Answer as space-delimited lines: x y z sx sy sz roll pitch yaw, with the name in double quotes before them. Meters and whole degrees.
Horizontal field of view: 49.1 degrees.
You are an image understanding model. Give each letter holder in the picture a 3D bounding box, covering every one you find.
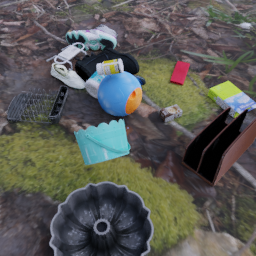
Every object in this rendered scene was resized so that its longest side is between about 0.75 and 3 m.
"letter holder" 3.498 0.299 10.123 2.871 2.040 1.444 -37 58 -27

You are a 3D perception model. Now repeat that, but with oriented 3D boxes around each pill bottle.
"pill bottle" -1.099 -2.285 12.933 0.996 0.996 1.798 26 62 21
"pill bottle" -0.686 -2.301 10.690 0.945 0.540 0.540 -7 48 12

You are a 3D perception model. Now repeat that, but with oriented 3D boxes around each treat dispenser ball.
"treat dispenser ball" -0.343 -1.433 11.779 1.883 1.883 1.883 0 49 0

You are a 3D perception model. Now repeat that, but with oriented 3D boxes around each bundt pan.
"bundt pan" -0.742 3.131 8.267 2.942 1.104 2.942 0 48 -1

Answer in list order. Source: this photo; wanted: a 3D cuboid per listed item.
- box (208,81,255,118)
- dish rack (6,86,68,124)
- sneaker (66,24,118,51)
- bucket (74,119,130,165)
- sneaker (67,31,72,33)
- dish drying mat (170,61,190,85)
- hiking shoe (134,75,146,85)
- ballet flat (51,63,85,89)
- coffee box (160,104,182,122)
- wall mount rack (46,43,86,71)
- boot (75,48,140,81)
"box" 4.686 -1.252 12.527 1.189 0.465 1.951 -23 53 -19
"dish rack" -3.965 -1.037 12.214 2.514 0.686 1.928 4 48 4
"sneaker" -1.922 -5.190 15.708 2.783 1.082 1.947 11 46 1
"bucket" -0.785 0.450 8.970 1.726 1.726 1.123 -15 89 -13
"sneaker" -2.950 -5.098 15.949 1.108 0.486 0.419 41 86 5
"dish drying mat" 2.620 -2.777 14.084 0.675 0.160 1.756 15 50 12
"hiking shoe" 0.110 -2.148 13.340 1.497 0.557 0.649 11 56 22
"ballet flat" -2.927 -2.544 13.499 2.148 0.746 0.746 29 55 23
"coffee box" 1.847 -0.638 12.078 0.845 0.337 0.483 -20 52 -17
"wall mount rack" -3.229 -3.759 14.604 1.770 0.760 2.037 27 53 18
"boot" -1.108 -2.955 13.665 2.252 1.017 2.748 -33 49 -28
